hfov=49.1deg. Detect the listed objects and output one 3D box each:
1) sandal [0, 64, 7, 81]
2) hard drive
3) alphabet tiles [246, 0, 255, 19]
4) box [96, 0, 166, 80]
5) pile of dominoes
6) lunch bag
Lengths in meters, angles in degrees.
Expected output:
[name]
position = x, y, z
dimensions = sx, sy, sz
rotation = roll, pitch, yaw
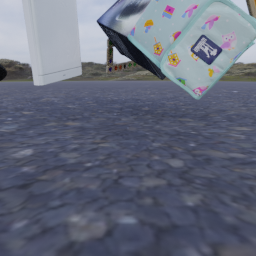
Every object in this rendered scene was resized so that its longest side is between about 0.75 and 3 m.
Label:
[sandal]
position = -1.669, -0.766, 3.223
dimensions = 0.317, 0.190, 0.845
rotation = -41, -7, -10
[hard drive]
position = -1.656, -2.268, 6.334
dimensions = 0.313, 2.346, 1.548
rotation = 8, 22, 25
[alphabet tiles]
position = 3.108, -2.314, 4.742
dimensions = 2.828, 2.353, 0.090
rotation = 42, 8, -46
[box]
position = 0.856, -3.068, 7.828
dimensions = 1.549, 2.513, 2.493
rotation = 46, 0, -42
[pile of dominoes]
position = 0.173, -2.951, 9.675
dimensions = 0.386, 1.888, 2.422
rotation = 18, 28, 32
[lunch bag]
position = 0.764, -1.087, 3.302
dimensions = 0.757, 1.058, 1.242
rotation = 2, 45, -53
